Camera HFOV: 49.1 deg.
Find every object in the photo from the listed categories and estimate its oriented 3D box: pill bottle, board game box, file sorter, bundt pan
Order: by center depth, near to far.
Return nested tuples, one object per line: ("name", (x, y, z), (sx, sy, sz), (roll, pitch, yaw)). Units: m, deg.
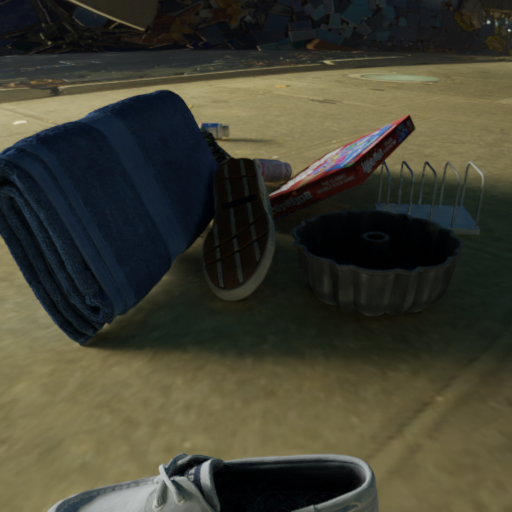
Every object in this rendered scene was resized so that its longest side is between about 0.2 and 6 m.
("bundt pan", (1.781, 0.129, 8.564), (2.531, 0.950, 2.531), (1, 24, 0))
("file sorter", (3.423, -1.228, 11.238), (1.885, 1.174, 1.308), (2, 25, 5))
("board game box", (1.829, -1.979, 12.336), (2.470, 0.467, 4.799), (-22, 11, 33))
("pill bottle", (0.339, -2.053, 13.569), (1.002, 0.568, 0.568), (-3, 23, -35))
("pill bottle", (-1.321, -3.970, 17.841), (0.925, 0.519, 0.519), (2, 25, 3))

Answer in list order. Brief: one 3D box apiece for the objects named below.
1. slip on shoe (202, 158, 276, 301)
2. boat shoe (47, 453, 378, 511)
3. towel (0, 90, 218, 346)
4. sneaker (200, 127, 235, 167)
("slip on shoe", (-0.245, -0.389, 9.605), (1.225, 0.976, 3.221), (-15, 43, 8))
("boat shoe", (-0.389, 2.042, 4.502), (2.799, 0.959, 1.008), (1, 25, 3))
("towel", (-2.077, -1.002, 8.965), (1.177, 2.707, 4.849), (-16, 19, 25))
("sneaker", (-1.237, -2.298, 13.332), (1.214, 1.325, 3.111), (-21, 33, -37))
